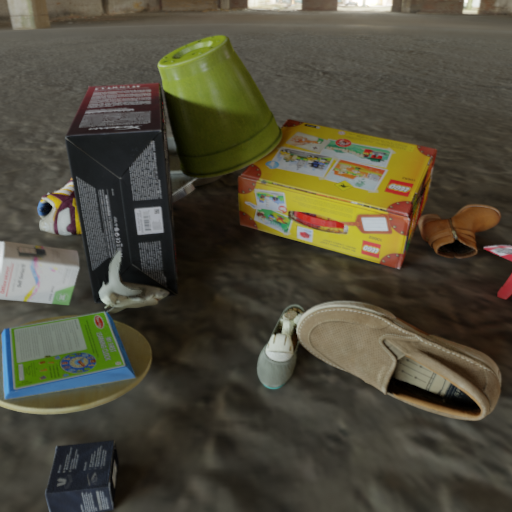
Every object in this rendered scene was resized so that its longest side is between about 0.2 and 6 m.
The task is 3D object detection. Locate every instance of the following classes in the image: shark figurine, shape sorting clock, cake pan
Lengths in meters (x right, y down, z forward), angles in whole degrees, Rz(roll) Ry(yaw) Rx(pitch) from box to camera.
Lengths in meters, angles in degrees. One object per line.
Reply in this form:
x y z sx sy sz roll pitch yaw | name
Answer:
-2.051 0.406 8.261 1.057 0.738 1.769 -15 -13 4 | shark figurine
-2.522 1.384 7.443 2.236 0.439 2.236 1 23 0 | shape sorting clock
-2.044 -2.415 14.399 2.858 0.524 2.858 0 29 0 | cake pan

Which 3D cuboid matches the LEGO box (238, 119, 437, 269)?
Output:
1.600 -1.322 10.880 3.198 1.234 2.381 17 45 19 | LEGO box

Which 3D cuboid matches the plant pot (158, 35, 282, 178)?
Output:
-0.828 -2.956 10.738 2.172 2.092 2.172 -15 33 10 | plant pot

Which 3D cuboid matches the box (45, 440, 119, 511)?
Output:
-1.787 2.302 5.820 0.632 0.371 0.621 -3 28 -6 | box

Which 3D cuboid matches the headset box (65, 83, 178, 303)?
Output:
-2.252 -1.374 10.054 1.462 2.817 3.786 -5 30 -9 | headset box

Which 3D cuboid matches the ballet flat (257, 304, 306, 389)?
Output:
0.364 1.182 7.779 0.517 0.488 1.533 8 30 15 | ballet flat

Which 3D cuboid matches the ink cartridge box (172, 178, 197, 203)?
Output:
-1.683 -1.374 12.401 0.822 0.179 0.713 -26 12 33 | ink cartridge box

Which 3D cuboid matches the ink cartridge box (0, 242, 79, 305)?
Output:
-3.525 0.269 8.620 1.398 0.819 0.471 8 33 -27 | ink cartridge box

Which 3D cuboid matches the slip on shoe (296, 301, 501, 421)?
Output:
1.673 1.341 7.051 2.622 0.997 0.794 21 29 20 | slip on shoe

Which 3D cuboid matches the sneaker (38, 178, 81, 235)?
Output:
-4.008 -1.163 11.727 1.042 0.867 2.313 -2 27 -17 | sneaker

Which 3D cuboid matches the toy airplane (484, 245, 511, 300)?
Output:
4.635 0.015 8.183 0.595 3.235 3.235 43 27 -13 | toy airplane

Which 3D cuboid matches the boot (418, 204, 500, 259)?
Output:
4.001 -0.459 10.662 1.653 0.634 1.283 -1 28 0 | boot
